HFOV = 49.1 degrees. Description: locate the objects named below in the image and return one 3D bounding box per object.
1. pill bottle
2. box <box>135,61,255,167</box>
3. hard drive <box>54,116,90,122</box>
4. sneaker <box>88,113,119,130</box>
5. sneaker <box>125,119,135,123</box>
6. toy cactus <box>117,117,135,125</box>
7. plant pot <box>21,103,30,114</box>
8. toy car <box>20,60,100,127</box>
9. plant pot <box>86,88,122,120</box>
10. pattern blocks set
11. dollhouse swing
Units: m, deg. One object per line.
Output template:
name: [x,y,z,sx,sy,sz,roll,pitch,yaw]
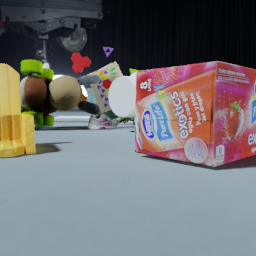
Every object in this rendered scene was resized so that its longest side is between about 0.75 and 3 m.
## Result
pill bottle: [0.854,-1.035,9.259,1.650,1.650,2.962,4,8,44]
box: [1.577,-0.277,4.845,2.857,1.364,1.424,-4,6,-44]
hard drive: [-2.657,-0.448,14.203,1.875,0.250,1.237,0,4,5]
sneaker: [-0.825,-0.248,9.630,1.152,0.508,0.469,-5,16,-32]
sneaker: [0.194,-0.615,13.443,0.502,0.705,1.421,-3,4,-15]
toy cactus: [-0.168,-0.345,12.091,0.947,0.587,1.147,-20,11,-9]
plant pot: [-4.120,-0.565,9.780,1.259,1.443,1.443,22,15,30]
toy car: [-2.202,-1.150,9.667,2.550,2.095,2.012,-2,-3,5]
plant pot: [-0.890,-1.177,14.455,2.486,1.666,2.486,0,4,0]
pattern blocks set: [-0.680,-1.490,10.209,2.531,2.879,0.233,-12,3,-5]
dollhouse swing: [-2.660,-0.405,4.831,1.887,1.659,1.715,-1,4,-24]
